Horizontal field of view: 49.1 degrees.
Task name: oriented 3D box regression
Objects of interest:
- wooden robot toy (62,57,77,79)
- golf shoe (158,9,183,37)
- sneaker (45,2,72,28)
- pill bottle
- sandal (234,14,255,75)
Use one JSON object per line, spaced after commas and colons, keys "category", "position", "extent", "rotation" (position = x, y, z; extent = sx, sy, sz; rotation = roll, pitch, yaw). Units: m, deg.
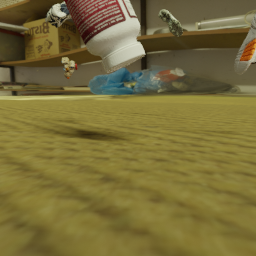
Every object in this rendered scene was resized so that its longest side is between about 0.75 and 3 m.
{"category": "wooden robot toy", "position": [-1.874, -1.830, 9.001], "extent": [0.472, 0.486, 1.071], "rotation": [-1, -12, -7]}
{"category": "golf shoe", "position": [1.681, -4.036, 10.672], "extent": [0.472, 1.205, 0.586], "rotation": [-34, 17, 29]}
{"category": "sneaker", "position": [-2.075, -3.593, 8.869], "extent": [0.869, 0.533, 1.335], "rotation": [-13, 26, 41]}
{"category": "pill bottle", "position": [-0.501, -2.275, 5.687], "extent": [1.200, 2.124, 1.200], "rotation": [-25, 6, 3]}
{"category": "sandal", "position": [2.982, -1.954, 6.394], "extent": [0.463, 1.616, 0.619], "rotation": [13, 21, -12]}
